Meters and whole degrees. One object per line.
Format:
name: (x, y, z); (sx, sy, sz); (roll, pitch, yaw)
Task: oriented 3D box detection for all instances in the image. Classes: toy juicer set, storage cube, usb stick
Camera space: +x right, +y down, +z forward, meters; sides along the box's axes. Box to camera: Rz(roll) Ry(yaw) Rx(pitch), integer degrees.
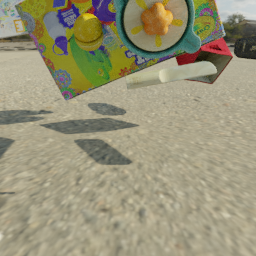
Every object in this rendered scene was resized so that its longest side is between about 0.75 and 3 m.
toy juicer set: (0.114, -1.323, 3.811); (1.624, 2.553, 0.695); (-28, 30, 12)
storage cube: (2.177, -2.126, 8.222); (1.073, 1.255, 1.128); (5, 51, -19)
usb stick: (3.143, -1.732, 6.211); (0.294, 0.500, 1.804); (-15, 24, -27)

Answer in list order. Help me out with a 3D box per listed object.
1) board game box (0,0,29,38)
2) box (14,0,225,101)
board game box: (-2.434, -3.029, 6.950); (1.868, 1.256, 0.320); (-12, 18, -5)
box: (-0.013, -2.214, 5.533); (2.893, 1.765, 2.786); (-20, 22, 14)
